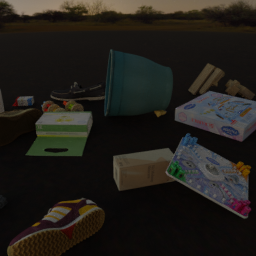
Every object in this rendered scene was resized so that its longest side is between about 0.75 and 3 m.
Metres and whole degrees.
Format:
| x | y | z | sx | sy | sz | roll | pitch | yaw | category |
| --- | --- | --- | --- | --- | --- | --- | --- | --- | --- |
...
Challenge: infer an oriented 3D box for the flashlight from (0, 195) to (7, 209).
| x | y | z | sx | sy | sz | roll | pitch | yaw | category |
| --- | --- | --- | --- | --- | --- | --- | --- | --- | --- |
| -3.089 | 1.823 | 6.166 | 0.310 | 0.308 | 0.911 | 3 | 26 | 14 | flashlight |

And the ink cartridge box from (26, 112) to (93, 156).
| x | y | z | sx | sy | sz | roll | pitch | yaw | category |
| --- | --- | --- | --- | --- | --- | --- | --- | --- | --- |
| -2.280 | 0.110 | 9.657 | 1.818 | 0.599 | 2.499 | 0 | 23 | 0 | ink cartridge box |

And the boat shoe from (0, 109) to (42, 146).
| x | y | z | sx | sy | sz | roll | pitch | yaw | category |
| --- | --- | --- | --- | --- | --- | --- | --- | --- | --- |
| -4.249 | -0.043 | 9.630 | 0.900 | 0.994 | 2.789 | 6 | 16 | 30 | boat shoe |

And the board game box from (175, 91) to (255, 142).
| x | y | z | sx | sy | sz | roll | pitch | yaw | category |
| --- | --- | --- | --- | --- | --- | --- | --- | --- | --- |
| 3.767 | -0.600 | 11.061 | 2.757 | 0.569 | 2.764 | 22 | 34 | 39 | board game box |

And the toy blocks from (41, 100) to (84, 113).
| x | y | z | sx | sy | sz | roll | pitch | yaw | category |
| --- | --- | --- | --- | --- | --- | --- | --- | --- | --- |
| -2.823 | -0.860 | 11.743 | 1.352 | 0.589 | 1.622 | -18 | 30 | -34 | toy blocks |

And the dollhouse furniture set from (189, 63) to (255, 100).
| x | y | z | sx | sy | sz | roll | pitch | yaw | category |
| --- | --- | --- | --- | --- | --- | --- | --- | --- | --- |
| 4.628 | -1.799 | 14.093 | 2.069 | 1.685 | 1.967 | 30 | 16 | -21 | dollhouse furniture set |

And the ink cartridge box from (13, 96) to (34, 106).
| x | y | z | sx | sy | sz | roll | pitch | yaw | category |
| --- | --- | --- | --- | --- | --- | --- | --- | --- | --- |
| -4.845 | -1.236 | 12.922 | 0.886 | 0.298 | 0.515 | -3 | 24 | -6 | ink cartridge box |

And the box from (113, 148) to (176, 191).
| x | y | z | sx | sy | sz | roll | pitch | yaw | category |
| --- | --- | --- | --- | --- | --- | --- | --- | --- | --- |
| 0.445 | 1.063 | 7.322 | 1.572 | 0.747 | 0.611 | -8 | 27 | -14 | box |

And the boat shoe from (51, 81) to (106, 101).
| x | y | z | sx | sy | sz | roll | pitch | yaw | category |
| --- | --- | --- | --- | --- | --- | --- | --- | --- | --- |
| -2.376 | -1.854 | 13.599 | 2.747 | 0.862 | 0.998 | -1 | 24 | -2 | boat shoe |

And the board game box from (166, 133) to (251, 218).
| x | y | z | sx | sy | sz | roll | pitch | yaw | category |
| --- | --- | --- | --- | --- | --- | --- | --- | --- | --- |
| 2.127 | 1.050 | 7.054 | 2.021 | 0.261 | 2.021 | 29 | 31 | 9 | board game box |

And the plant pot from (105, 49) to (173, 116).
| x | y | z | sx | sy | sz | roll | pitch | yaw | category |
| --- | --- | --- | --- | --- | --- | --- | --- | --- | --- |
| 0.398 | -1.678 | 11.290 | 2.467 | 2.625 | 2.625 | 4 | 24 | -9 | plant pot |

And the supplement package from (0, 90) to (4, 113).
| x | y | z | sx | sy | sz | roll | pitch | yaw | category |
| --- | --- | --- | --- | --- | --- | --- | --- | --- | --- |
| -6.193 | -1.076 | 11.614 | 1.795 | 1.088 | 1.075 | -12 | 27 | -25 | supplement package |

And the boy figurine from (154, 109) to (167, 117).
| x | y | z | sx | sy | sz | roll | pitch | yaw | category |
| --- | --- | --- | --- | --- | --- | --- | --- | --- | --- |
| 1.335 | -0.702 | 11.785 | 0.529 | 0.274 | 0.850 | 15 | 26 | 18 | boy figurine |

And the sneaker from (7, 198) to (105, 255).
| x | y | z | sx | sy | sz | roll | pitch | yaw | category |
| --- | --- | --- | --- | --- | --- | --- | --- | --- | --- |
| -1.439 | 1.951 | 5.509 | 1.921 | 0.720 | 0.866 | -11 | 20 | -38 | sneaker |
